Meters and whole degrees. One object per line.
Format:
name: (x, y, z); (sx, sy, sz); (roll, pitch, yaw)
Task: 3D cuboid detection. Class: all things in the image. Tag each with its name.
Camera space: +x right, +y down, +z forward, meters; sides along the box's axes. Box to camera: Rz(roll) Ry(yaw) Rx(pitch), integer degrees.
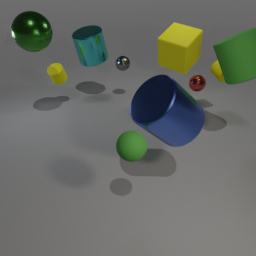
cylinder: (3.714, -2.340, 9.220); (1.400, 1.400, 1.400); (-23, 13, 5)
ball: (-3.427, -3.442, 10.042); (1.400, 1.400, 1.400); (0, 30, 0)
ball: (-0.244, -3.046, 13.209); (0.700, 0.700, 0.700); (0, 30, 0)
cylinder: (1.004, -0.410, 7.122); (1.400, 1.400, 1.400); (33, 8, -39)
cylinder: (-3.159, -2.419, 12.555); (0.700, 0.700, 0.700); (-4, 60, 7)
cube: (2.225, -3.441, 12.088); (1.400, 1.400, 1.400); (26, 59, 26)
cylinder: (3.942, -2.393, 11.775); (0.700, 0.700, 0.700); (-11, 49, -18)
cylinder: (-1.734, -3.797, 12.986); (1.400, 1.400, 1.400); (-7, 43, 7)
ball: (2.914, -1.882, 11.769); (0.700, 0.700, 0.700); (0, 30, 0)
ball: (0.079, 0.409, 6.324); (0.700, 0.700, 0.700); (0, 30, 0)
